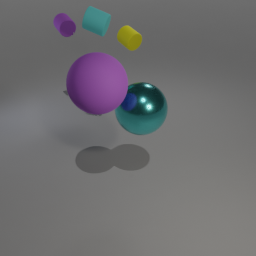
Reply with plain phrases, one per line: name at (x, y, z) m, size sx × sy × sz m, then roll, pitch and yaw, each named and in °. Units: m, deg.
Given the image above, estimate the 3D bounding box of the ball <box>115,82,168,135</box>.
ball at (0.348, -0.507, 7.412) m, size 1.400 × 1.400 × 1.400 m, roll 0°, pitch 30°, yaw 0°

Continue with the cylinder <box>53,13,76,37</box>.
cylinder at (-2.520, -4.100, 11.150) m, size 0.700 × 0.700 × 0.700 m, roll -17°, pitch 49°, yaw -27°

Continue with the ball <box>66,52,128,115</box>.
ball at (-0.698, -1.008, 6.402) m, size 1.400 × 1.400 × 1.400 m, roll 0°, pitch 30°, yaw 0°

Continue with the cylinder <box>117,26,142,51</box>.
cylinder at (0.057, -3.400, 10.603) m, size 0.700 × 0.700 × 0.700 m, roll -21°, pitch 53°, yaw -32°

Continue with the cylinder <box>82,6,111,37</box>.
cylinder at (-0.979, -3.317, 8.721) m, size 0.700 × 0.700 × 0.700 m, roll 23°, pitch 32°, yaw -2°
